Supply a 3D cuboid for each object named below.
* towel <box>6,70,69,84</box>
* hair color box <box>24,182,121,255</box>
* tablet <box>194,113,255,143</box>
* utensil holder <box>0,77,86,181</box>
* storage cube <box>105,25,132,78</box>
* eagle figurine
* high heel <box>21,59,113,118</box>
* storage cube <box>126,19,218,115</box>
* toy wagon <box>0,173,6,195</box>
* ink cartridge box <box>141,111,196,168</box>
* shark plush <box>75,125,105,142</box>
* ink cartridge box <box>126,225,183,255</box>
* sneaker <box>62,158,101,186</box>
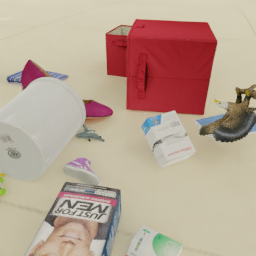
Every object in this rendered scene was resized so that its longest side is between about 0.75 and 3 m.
[{"bbox_3d":[-3.741,-2.063,11.604,2.086,0.249,1.510,13,32,18],"label":"towel"},{"bbox_3d":[-0.896,1.978,4.646,1.166,0.706,2.332,5,33,9],"label":"hair color box"},{"bbox_3d":[3.160,-0.092,8.485,1.968,0.134,1.281,-12,34,-19],"label":"tablet"},{"bbox_3d":[-2.259,-0.010,6.880,1.789,1.789,2.105,8,36,13],"label":"utensil holder"},{"bbox_3d":[0.172,-3.276,12.000,1.711,1.799,2.001,11,33,17],"label":"storage cube"},{"bbox_3d":[2.683,-0.308,7.224,1.233,1.634,1.239,26,0,33],"label":"eagle figurine"},{"bbox_3d":[-1.747,-1.109,8.469,2.865,1.377,0.966,8,12,-19],"label":"high heel"},{"bbox_3d":[1.384,-2.201,9.619,2.623,2.494,2.918,5,32,6],"label":"storage cube"},{"bbox_3d":[-3.040,1.355,6.132,0.733,0.187,0.945,12,33,18],"label":"toy wagon"},{"bbox_3d":[1.001,0.274,7.033,0.876,0.510,1.211,-15,69,-22],"label":"ink cartridge box"},{"bbox_3d":[-1.058,0.253,7.960,0.824,0.374,0.343,25,57,2],"label":"shark plush"},{"bbox_3d":[0.353,2.215,4.718,0.816,0.254,1.014,17,34,26],"label":"ink cartridge box"},{"bbox_3d":[-0.955,0.969,6.576,1.063,0.385,0.606,19,34,28],"label":"sneaker"}]
